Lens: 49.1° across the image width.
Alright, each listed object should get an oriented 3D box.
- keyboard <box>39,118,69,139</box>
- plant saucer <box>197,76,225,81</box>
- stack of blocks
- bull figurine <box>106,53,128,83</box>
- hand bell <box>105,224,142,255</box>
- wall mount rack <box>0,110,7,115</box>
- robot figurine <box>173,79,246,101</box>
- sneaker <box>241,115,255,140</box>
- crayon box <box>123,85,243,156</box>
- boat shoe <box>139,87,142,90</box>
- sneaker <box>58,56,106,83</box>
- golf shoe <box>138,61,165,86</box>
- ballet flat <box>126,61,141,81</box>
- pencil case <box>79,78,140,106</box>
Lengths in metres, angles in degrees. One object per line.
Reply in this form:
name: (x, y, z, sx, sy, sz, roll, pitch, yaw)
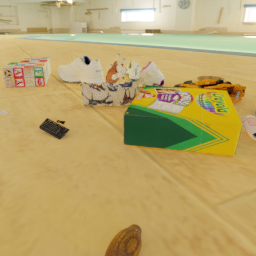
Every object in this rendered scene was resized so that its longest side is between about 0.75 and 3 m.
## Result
keyboard: (-1.782, -0.042, 6.888, 0.804, 0.103, 0.483, 24, 59, 30)
plant saucer: (3.541, -2.028, 12.018, 1.145, 0.203, 1.145, 0, 22, 0)
stack of blocks: (-4.377, -2.530, 12.443, 1.577, 0.802, 2.740, -3, 22, -8)
bull figurine: (-0.408, -1.969, 9.693, 0.494, 0.920, 1.516, 22, -19, -19)
hand bell: (-0.270, 1.525, 2.671, 1.152, 1.152, 2.213, 7, 11, 17)
wall mount rack: (-4.310, -0.418, 7.545, 1.838, 0.685, 1.597, 8, 27, 18)
robot figurine: (2.666, -1.168, 9.270, 2.357, 0.686, 1.709, -12, 25, -28)
sneaker: (3.246, 0.064, 6.678, 1.128, 0.425, 0.590, 9, 46, -24)
crayon box: (1.356, -0.363, 7.086, 2.415, 0.816, 2.799, 4, 23, 11)
boat shoe: (0.430, -1.249, 9.823, 1.198, 0.394, 0.431, -13, 22, -30)
sneaker: (-1.979, -2.485, 11.843, 2.758, 1.201, 1.028, 16, 28, 37)
golf shoe: (0.787, -1.578, 9.309, 0.826, 0.680, 1.806, 43, 0, 4)
ballet flat: (0.294, -2.811, 13.245, 0.788, 0.788, 2.270, -2, 22, -4)
pencil case: (-0.597, -1.139, 9.016, 1.940, 0.755, 0.867, -2, 56, -5)
